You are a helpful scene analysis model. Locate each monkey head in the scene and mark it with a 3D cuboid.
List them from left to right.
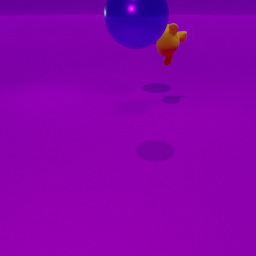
[{"bbox_3d":[1.451,-2.813,9.091,1.066,1.482,0.893,-3,47,-6],"label":"monkey head"}]

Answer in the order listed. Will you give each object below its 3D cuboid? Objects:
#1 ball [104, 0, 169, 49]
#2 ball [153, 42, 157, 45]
[{"bbox_3d":[0.134,-1.781,4.439,1.025,1.025,1.025,0,24,0],"label":"ball"},{"bbox_3d":[0.796,-3.739,10.273,1.350,1.350,1.350,0,24,0],"label":"ball"}]
